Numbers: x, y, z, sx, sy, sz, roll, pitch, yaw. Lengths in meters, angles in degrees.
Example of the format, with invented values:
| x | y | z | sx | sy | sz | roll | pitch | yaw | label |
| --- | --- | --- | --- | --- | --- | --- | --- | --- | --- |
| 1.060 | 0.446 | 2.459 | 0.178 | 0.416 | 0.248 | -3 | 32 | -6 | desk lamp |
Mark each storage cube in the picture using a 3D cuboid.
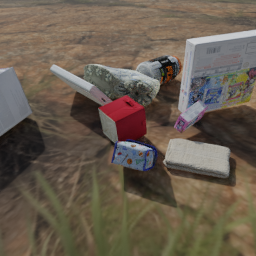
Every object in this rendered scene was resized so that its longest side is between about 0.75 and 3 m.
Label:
| x | y | z | sx | sy | sz | roll | pitch | yaw | label |
| --- | --- | --- | --- | --- | --- | --- | --- | --- | --- |
| -0.139 | -0.183 | 7.989 | 0.980 | 1.090 | 0.932 | -26 | 42 | -24 | storage cube |

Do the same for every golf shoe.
| x | y | z | sx | sy | sz | roll | pitch | yaw | label |
| --- | --- | --- | --- | --- | --- | --- | --- | --- | --- |
| -0.225 | -1.676 | 10.223 | 2.914 | 1.141 | 1.417 | 24 | 37 | 19 | golf shoe |

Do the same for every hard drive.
| x | y | z | sx | sy | sz | roll | pitch | yaw | label |
| --- | --- | --- | --- | --- | --- | --- | --- | --- | --- |
| -1.521 | -1.368 | 9.550 | 2.237 | 1.475 | 0.294 | 30 | 85 | 36 | hard drive |

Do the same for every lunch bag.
| x | y | z | sx | sy | sz | roll | pitch | yaw | label |
| --- | --- | --- | --- | --- | --- | --- | --- | --- | --- |
| 0.209 | 0.663 | 6.945 | 0.891 | 0.649 | 1.048 | 14 | -1 | 21 | lunch bag |

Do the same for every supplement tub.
| x | y | z | sx | sy | sz | roll | pitch | yaw | label |
| --- | --- | --- | --- | --- | --- | --- | --- | --- | --- |
| 1.259 | -2.263 | 11.098 | 1.732 | 1.061 | 1.061 | -27 | 42 | -33 | supplement tub |

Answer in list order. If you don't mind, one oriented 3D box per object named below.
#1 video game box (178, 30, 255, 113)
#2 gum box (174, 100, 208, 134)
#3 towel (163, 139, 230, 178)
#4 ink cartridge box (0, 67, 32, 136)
| x | y | z | sx | sy | sz | roll | pitch | yaw | label |
| --- | --- | --- | --- | --- | --- | --- | --- | --- | --- |
| 2.924 | -1.702 | 8.762 | 2.589 | 2.358 | 0.606 | -12 | 36 | -17 | video game box |
| 1.807 | -0.311 | 8.121 | 1.017 | 0.577 | 0.336 | -35 | 68 | -30 | gum box |
| 1.790 | 0.765 | 7.250 | 1.632 | 0.281 | 1.082 | 10 | 37 | 15 | towel |
| -4.076 | -0.441 | 7.745 | 0.728 | 1.576 | 2.892 | 0 | 30 | 27 | ink cartridge box |
